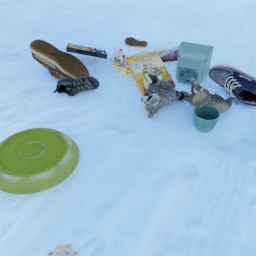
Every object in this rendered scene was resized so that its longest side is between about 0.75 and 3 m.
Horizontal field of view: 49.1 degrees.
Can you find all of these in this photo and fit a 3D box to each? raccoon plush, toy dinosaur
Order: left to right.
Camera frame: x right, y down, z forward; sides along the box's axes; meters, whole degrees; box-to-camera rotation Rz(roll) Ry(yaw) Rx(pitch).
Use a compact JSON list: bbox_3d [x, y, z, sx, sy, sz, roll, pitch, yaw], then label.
[{"bbox_3d":[1.540,-1.041,10.552,2.132,1.032,1.429,0,48,-1],"label":"raccoon plush"},{"bbox_3d":[3.043,-0.966,10.408,2.818,1.085,1.441,23,24,-26],"label":"toy dinosaur"}]

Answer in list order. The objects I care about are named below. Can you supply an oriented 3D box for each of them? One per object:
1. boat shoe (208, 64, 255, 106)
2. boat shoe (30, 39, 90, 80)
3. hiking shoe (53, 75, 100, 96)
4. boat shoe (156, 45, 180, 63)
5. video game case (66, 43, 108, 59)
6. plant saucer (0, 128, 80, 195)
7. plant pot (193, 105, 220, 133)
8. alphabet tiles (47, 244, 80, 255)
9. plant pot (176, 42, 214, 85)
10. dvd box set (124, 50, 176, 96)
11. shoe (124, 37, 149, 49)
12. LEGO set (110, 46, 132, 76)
[{"bbox_3d":[4.341,-1.775,11.297,2.695,1.006,1.250,26,39,27],"label":"boat shoe"},{"bbox_3d":[-3.065,-2.761,12.509,2.971,1.069,1.072,30,51,2],"label":"boat shoe"},{"bbox_3d":[-2.094,-1.631,11.526,1.865,0.706,0.939,-1,48,13],"label":"hiking shoe"},{"bbox_3d":[2.355,-3.570,13.698,2.205,0.813,0.707,-6,46,-1],"label":"boat shoe"},{"bbox_3d":[-1.972,-3.694,13.425,1.849,0.261,2.046,8,20,-12],"label":"video game case"},{"bbox_3d":[-2.824,0.778,8.349,2.718,0.422,2.718,1,39,-1],"label":"plant saucer"},{"bbox_3d":[2.681,-0.268,9.756,0.890,0.714,0.890,0,40,0],"label":"plant pot"},{"bbox_3d":[-1.473,3.007,6.346,0.747,0.056,0.763,-2,40,-3],"label":"alphabet tiles"},{"bbox_3d":[2.768,-2.646,12.147,1.440,1.444,1.471,13,50,15],"label":"plant pot"},{"bbox_3d":[0.929,-2.386,11.994,1.535,0.308,2.098,-15,66,-18],"label":"dvd box set"},{"bbox_3d":[0.464,-4.563,15.202,1.482,0.518,0.396,23,1,27],"label":"shoe"},{"bbox_3d":[0.114,-3.105,12.920,2.707,1.008,1.245,31,49,32],"label":"LEGO set"}]
